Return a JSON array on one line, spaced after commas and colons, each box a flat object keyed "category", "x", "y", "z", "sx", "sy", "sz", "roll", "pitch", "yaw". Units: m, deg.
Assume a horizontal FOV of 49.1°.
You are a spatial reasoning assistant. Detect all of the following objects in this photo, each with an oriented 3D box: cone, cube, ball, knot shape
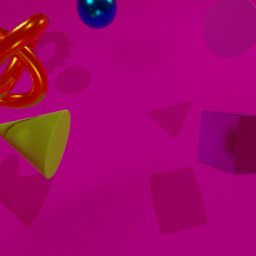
[{"category": "cone", "x": 2.694, "y": -2.452, "z": 6.707, "sx": 1.318, "sy": 1.318, "sz": 1.323, "roll": 44, "pitch": 44, "yaw": 21}, {"category": "cube", "x": 2.266, "y": 0.265, "z": 5.789, "sx": 1.142, "sy": 1.142, "sz": 1.142, "roll": 2, "pitch": 97, "yaw": -23}, {"category": "cone", "x": -2.182, "y": 0.160, "z": 5.929, "sx": 1.491, "sy": 1.485, "sz": 1.485, "roll": 14, "pitch": 62, "yaw": 0}, {"category": "ball", "x": -0.842, "y": -3.276, "z": 7.612, "sx": 1.116, "sy": 1.116, "sz": 1.116, "roll": 0, "pitch": 62, "yaw": 0}, {"category": "knot shape", "x": -2.081, "y": -1.028, "z": 4.895, "sx": 0.905, "sy": 1.832, "sz": 1.958, "roll": 34, "pitch": 52, "yaw": 20}]
